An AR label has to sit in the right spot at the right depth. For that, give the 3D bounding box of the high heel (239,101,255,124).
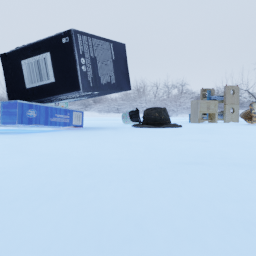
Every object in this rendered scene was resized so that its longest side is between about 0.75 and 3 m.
[{"bbox_3d":[4.635,-0.572,10.721,2.225,0.794,1.586,19,-4,-41],"label":"high heel"}]

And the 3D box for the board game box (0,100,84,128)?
[{"bbox_3d":[-2.689,-0.268,6.725,2.369,0.516,2.381,2,-1,23],"label":"board game box"}]

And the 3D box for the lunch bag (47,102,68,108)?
[{"bbox_3d":[-3.407,-0.839,13.563,1.008,1.183,0.721,1,2,-3],"label":"lunch bag"}]

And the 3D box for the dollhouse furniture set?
[{"bbox_3d":[3.837,-1.173,13.717,2.603,1.824,1.835,-1,3,-27],"label":"dollhouse furniture set"}]

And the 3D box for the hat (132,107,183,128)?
[{"bbox_3d":[0.884,-0.334,8.592,1.584,0.639,1.584,-1,2,0],"label":"hat"}]

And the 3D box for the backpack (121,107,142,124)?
[{"bbox_3d":[0.140,-0.421,11.234,0.533,0.703,0.843,-22,-7,33],"label":"backpack"}]

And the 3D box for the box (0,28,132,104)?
[{"bbox_3d":[-1.560,-1.495,7.623,2.425,1.448,2.466,-7,5,29],"label":"box"}]
